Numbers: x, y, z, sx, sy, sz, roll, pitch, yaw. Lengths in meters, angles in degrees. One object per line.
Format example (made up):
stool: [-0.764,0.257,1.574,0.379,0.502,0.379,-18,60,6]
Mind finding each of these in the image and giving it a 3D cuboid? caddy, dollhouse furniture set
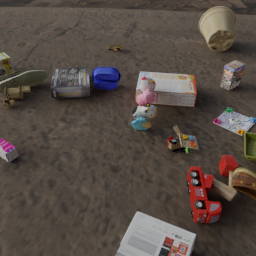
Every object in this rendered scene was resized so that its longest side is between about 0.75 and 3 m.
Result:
caddy: [-1.072,-2.494,13.808,1.427,1.009,0.749,2,43,-2]
dollhouse furniture set: [-5.052,-1.340,12.893,1.099,0.611,0.972,-3,63,-5]

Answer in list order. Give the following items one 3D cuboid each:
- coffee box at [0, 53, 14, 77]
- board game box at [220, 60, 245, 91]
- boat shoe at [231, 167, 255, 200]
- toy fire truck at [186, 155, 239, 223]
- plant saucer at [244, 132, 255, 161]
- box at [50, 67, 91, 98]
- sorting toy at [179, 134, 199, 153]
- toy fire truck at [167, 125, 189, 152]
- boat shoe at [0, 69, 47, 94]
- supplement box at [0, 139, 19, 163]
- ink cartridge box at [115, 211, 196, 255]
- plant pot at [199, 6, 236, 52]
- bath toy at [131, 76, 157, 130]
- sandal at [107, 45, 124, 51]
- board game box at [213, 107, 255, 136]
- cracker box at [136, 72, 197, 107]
coffee box: [-6.794,-3.395,15.025,0.894,0.902,0.904,-28,46,-31]
board game box: [5.139,-2.587,13.794,0.932,1.169,0.566,-28,46,-31]
boat shoe: [4.083,1.983,8.325,2.103,0.757,0.710,28,54,17]
toy fire truck: [2.701,1.831,8.662,1.674,0.579,2.374,5,42,-2]
plant saucer: [4.930,0.810,10.173,1.402,0.336,1.404,11,40,14]
box: [-2.803,-2.297,13.859,1.817,0.555,2.295,-4,37,-8]
sorting toy: [2.082,0.542,9.419,0.683,0.136,0.924,13,40,-12]
toy fire truck: [1.836,0.382,10.597,0.817,0.597,0.928,-10,28,-12]
boat shoe: [-5.278,-2.464,13.870,2.458,0.876,0.740,-22,47,-22]
supplement box: [-4.408,0.807,10.094,0.869,0.449,0.440,23,45,29]
ink cartridge box: [0.679,3.099,6.989,1.643,0.689,1.443,17,41,20]
plant pot: [5.696,-5.985,17.519,2.320,2.320,2.124,3,50,4]
bath toy: [0.723,-1.135,11.471,1.043,0.887,2.399,-1,60,20]
sandal: [-0.746,-4.994,17.560,1.252,0.338,0.503,4,31,29]
board game box: [4.481,-0.315,11.730,1.327,0.172,1.327,30,48,32]
cracker box: [1.786,-1.853,13.178,2.693,0.777,1.804,6,39,6]
